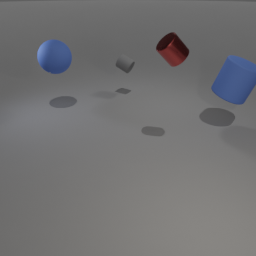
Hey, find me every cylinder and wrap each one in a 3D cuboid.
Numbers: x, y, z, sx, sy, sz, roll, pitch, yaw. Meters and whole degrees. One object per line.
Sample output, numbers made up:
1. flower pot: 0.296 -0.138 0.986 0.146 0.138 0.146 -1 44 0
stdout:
1. cylinder: 1.284 -2.250 8.053 0.700 0.700 0.700 -34 34 27
2. cylinder: 4.149 -1.844 10.731 1.400 1.400 1.400 15 33 -10
3. cylinder: -0.138 -3.179 13.872 0.700 0.700 0.700 34 36 9

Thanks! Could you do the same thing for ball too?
1. ball: -3.070 -2.980 11.756 1.400 1.400 1.400 0 28 0
